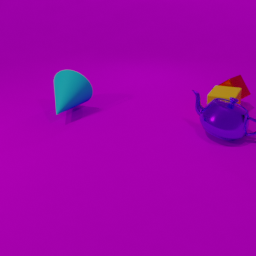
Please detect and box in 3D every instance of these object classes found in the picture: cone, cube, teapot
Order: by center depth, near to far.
[{"bbox_3d":[2.558,-0.354,7.474,2.091,1.024,1.300,26,28,19],"label":"teapot"},{"bbox_3d":[2.875,-0.734,8.389,0.791,0.791,0.791,12,35,31],"label":"cube"},{"bbox_3d":[-1.886,-0.843,8.459,1.300,1.300,1.304,7,47,13],"label":"cone"},{"bbox_3d":[3.326,-1.174,9.038,0.737,0.737,0.737,-23,-5,-37],"label":"cube"}]
